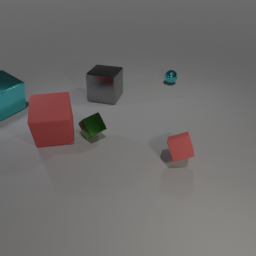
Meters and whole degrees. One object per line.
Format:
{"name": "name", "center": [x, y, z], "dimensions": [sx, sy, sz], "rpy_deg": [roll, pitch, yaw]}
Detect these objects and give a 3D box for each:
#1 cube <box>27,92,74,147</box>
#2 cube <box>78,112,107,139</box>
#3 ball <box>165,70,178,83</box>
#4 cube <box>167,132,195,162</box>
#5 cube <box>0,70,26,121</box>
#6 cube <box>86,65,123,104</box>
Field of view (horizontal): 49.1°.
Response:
{"name": "cube", "center": [-2.769, -0.313, 10.267], "dimensions": [1.400, 1.400, 1.400], "rpy_deg": [-6, 51, -7]}
{"name": "cube", "center": [-1.335, -0.077, 10.493], "dimensions": [0.700, 0.700, 0.700], "rpy_deg": [-27, 1, -26]}
{"name": "ball", "center": [2.320, -2.767, 15.068], "dimensions": [0.700, 0.700, 0.700], "rpy_deg": [0, 32, 0]}
{"name": "cube", "center": [1.704, 0.591, 9.043], "dimensions": [0.700, 0.700, 0.700], "rpy_deg": [-16, 7, 14]}
{"name": "cube", "center": [-5.492, -1.442, 12.164], "dimensions": [1.400, 1.400, 1.400], "rpy_deg": [28, 40, 17]}
{"name": "cube", "center": [-1.091, -2.117, 13.486], "dimensions": [1.400, 1.400, 1.400], "rpy_deg": [9, 32, 13]}
